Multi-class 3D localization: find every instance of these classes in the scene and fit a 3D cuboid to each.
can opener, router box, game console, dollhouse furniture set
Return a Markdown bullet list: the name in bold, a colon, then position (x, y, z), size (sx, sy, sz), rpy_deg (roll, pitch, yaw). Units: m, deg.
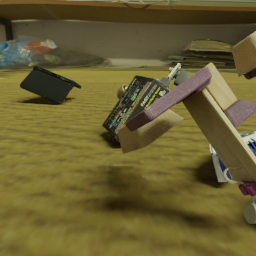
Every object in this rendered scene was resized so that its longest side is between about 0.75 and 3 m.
- **can opener**: position (1.247, -1.327, 8.953), size (0.639, 0.506, 1.922), rpy_deg (35, 70, 21)
- **router box**: position (0.148, -0.465, 6.880), size (0.517, 1.665, 1.247), rpy_deg (33, 1, -23)
- **game console**: position (-3.512, -1.930, 12.999), size (2.115, 1.231, 1.860), rpy_deg (23, 1, 6)
- **dollhouse furniture set**: position (1.046, 0.201, 3.878), size (1.878, 1.683, 2.371), rpy_deg (-35, 1, -18)

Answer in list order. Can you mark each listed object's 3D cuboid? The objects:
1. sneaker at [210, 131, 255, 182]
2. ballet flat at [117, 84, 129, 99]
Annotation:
- **sneaker**: position (2.062, 0.360, 4.917), size (0.945, 0.661, 1.636), rpy_deg (-14, 4, 31)
- **ballet flat**: position (0.598, -1.152, 10.195), size (2.003, 0.654, 0.706), rpy_deg (9, 51, -4)
